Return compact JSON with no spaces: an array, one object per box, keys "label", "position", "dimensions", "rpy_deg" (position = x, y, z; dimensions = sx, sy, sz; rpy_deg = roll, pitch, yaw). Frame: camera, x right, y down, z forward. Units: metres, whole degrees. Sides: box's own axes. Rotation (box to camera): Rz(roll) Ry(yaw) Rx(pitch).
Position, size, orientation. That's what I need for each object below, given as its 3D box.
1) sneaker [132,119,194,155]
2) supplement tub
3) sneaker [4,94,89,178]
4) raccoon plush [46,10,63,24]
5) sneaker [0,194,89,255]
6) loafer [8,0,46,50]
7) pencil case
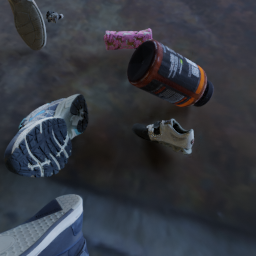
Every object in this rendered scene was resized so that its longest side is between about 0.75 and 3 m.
[{"label":"sneaker","position":[0.841,0.035,6.687],"dimensions":[1.552,0.687,0.575],"rpy_deg":[18,26,20]},{"label":"supplement tub","position":[1.131,-1.219,6.963],"dimensions":[2.177,1.164,1.164],"rpy_deg":[20,47,-32]},{"label":"sneaker","position":[-1.875,0.173,6.179],"dimensions":[1.249,1.123,2.894],"rpy_deg":[-6,22,17]},{"label":"raccoon plush","position":[-2.365,-3.740,9.381],"dimensions":[0.516,0.372,0.770],"rpy_deg":[26,46,31]},{"label":"sneaker","position":[-1.404,2.249,4.375],"dimensions":[0.848,1.612,2.231],"rpy_deg":[4,15,31]},{"label":"loafer","position":[-3.174,-3.710,8.661],"dimensions":[0.910,2.532,0.796],"rpy_deg":[-19,23,7]},{"label":"pencil case","position":[-0.003,-2.738,8.678],"dimensions":[1.487,0.643,0.616],"rpy_deg":[-5,92,-6]}]
